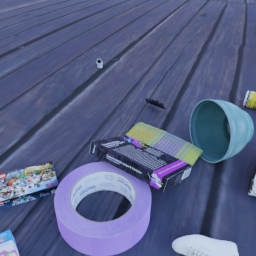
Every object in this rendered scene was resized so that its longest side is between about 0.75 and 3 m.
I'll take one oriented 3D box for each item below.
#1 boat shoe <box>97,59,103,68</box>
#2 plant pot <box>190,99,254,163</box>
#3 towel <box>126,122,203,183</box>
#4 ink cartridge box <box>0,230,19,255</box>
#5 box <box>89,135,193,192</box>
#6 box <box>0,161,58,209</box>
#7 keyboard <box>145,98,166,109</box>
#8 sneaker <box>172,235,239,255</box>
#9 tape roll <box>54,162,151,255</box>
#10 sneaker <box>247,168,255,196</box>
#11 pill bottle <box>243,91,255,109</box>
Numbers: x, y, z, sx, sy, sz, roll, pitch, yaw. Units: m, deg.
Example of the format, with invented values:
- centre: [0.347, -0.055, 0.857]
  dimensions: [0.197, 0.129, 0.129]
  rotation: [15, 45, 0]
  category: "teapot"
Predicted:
- centre: [-1.537, -3.582, 15.217]
  dimensions: [0.338, 0.345, 0.969]
  rotation: [-5, 36, -7]
  category: "boat shoe"
- centre: [3.105, 0.038, 8.999]
  dimensions: [1.336, 1.994, 1.994]
  rotation: [-6, 35, -23]
  category: "plant pot"
- centre: [0.908, 0.734, 9.286]
  dimensions: [2.690, 0.306, 1.932]
  rotation: [23, 43, 28]
  category: "towel"
- centre: [-2.800, 3.016, 5.945]
  dimensions: [0.971, 0.569, 1.343]
  rotation: [-18, 41, -24]
  category: "ink cartridge box"
- centre: [0.372, 0.884, 7.951]
  dimensions: [2.456, 0.443, 1.756]
  rotation: [25, 17, 29]
  category: "box"
- centre: [-2.912, 1.603, 8.115]
  dimensions: [1.637, 0.309, 1.118]
  rotation: [-13, 38, -18]
  category: "box"
- centre: [1.053, -0.982, 11.438]
  dimensions: [0.978, 0.509, 0.194]
  rotation: [24, 71, 41]
  category: "keyboard"
- centre: [1.742, 2.812, 6.249]
  dimensions: [1.483, 0.540, 0.628]
  rotation: [4, 34, 4]
  category: "sneaker"
- centre: [-0.624, 1.957, 7.214]
  dimensions: [2.419, 0.794, 2.419]
  rotation: [0, 36, 0]
  category: "tape roll"
- centre: [4.405, 1.234, 8.234]
  dimensions: [1.118, 0.985, 2.507]
  rotation: [26, 51, 21]
  category: "sneaker"
- centre: [5.434, -1.082, 11.501]
  dimensions: [1.207, 0.676, 0.676]
  rotation: [17, 39, 21]
  category: "pill bottle"
